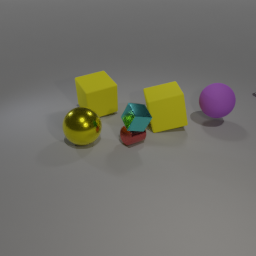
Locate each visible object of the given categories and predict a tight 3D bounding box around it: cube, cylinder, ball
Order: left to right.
[{"bbox_3d":[-1.639,-0.071,10.052,1.400,1.400,1.400,0,28,0],"label":"ball"},{"bbox_3d":[-1.364,-1.449,12.225,1.400,1.400,1.400,-19,44,-21],"label":"cube"},{"bbox_3d":[0.185,0.208,10.156,0.700,0.700,0.700,-15,31,-37],"label":"cylinder"},{"bbox_3d":[0.285,-0.369,9.683,0.700,0.700,0.700,3,44,-32],"label":"cube"},{"bbox_3d":[1.477,-0.858,11.212,1.400,1.400,1.400,-13,29,3],"label":"cube"},{"bbox_3d":[3.557,-1.095,11.198,1.400,1.400,1.400,0,28,0],"label":"ball"}]
